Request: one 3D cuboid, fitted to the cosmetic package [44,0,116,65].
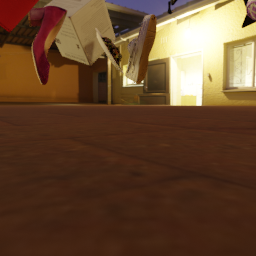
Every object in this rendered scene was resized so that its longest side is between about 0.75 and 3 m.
[{"bbox_3d":[-1.704,-3.636,10.044,1.617,1.961,1.618,25,62,32],"label":"cosmetic package"}]

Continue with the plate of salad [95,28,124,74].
[{"bbox_3d":[-0.448,-2.208,7.966,0.362,1.507,1.507,-30,2,7],"label":"plate of salad"}]

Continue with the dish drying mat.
[{"bbox_3d":[-2.306,-3.365,6.350,0.930,2.420,0.220,40,14,-31],"label":"dish drying mat"}]

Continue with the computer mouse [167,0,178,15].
[{"bbox_3d":[1.596,-4.464,9.958,0.203,0.619,0.881,6,-11,-19],"label":"computer mouse"}]

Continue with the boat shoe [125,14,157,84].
[{"bbox_3d":[0.386,-3.128,11.019,0.936,2.700,0.956,26,27,22],"label":"boat shoe"}]

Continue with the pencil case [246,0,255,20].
[{"bbox_3d":[3.508,-3.492,7.050,0.662,1.577,0.674,14,-19,47],"label":"pencil case"}]

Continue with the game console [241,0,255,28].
[{"bbox_3d":[3.855,-3.726,8.348,1.154,1.015,0.671,-26,10,-6],"label":"game console"}]

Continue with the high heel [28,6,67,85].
[{"bbox_3d":[-2.266,-2.478,8.345,1.144,2.384,0.803,-7,-11,-14],"label":"high heel"}]
